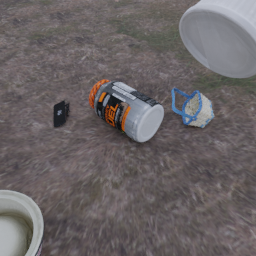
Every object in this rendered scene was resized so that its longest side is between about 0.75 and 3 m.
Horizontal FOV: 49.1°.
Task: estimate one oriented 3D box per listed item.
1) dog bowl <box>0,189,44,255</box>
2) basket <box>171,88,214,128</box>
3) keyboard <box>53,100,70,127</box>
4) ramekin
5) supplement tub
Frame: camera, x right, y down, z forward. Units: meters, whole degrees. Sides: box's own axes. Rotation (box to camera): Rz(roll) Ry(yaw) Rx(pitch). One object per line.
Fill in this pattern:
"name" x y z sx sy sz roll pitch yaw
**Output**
"dog bowl" -3.028 2.627 6.186 2.457 0.906 2.457 0 42 0
"basket" 2.150 -0.709 9.643 1.470 1.022 1.296 28 40 -15
"keyboard" -2.384 -0.513 10.215 0.661 0.252 1.270 -24 44 8
"ramekin" 3.065 -2.927 8.526 2.818 2.818 1.312 32 78 30
"supplement tub" -0.114 -0.661 9.393 2.363 1.448 1.448 32 51 30
